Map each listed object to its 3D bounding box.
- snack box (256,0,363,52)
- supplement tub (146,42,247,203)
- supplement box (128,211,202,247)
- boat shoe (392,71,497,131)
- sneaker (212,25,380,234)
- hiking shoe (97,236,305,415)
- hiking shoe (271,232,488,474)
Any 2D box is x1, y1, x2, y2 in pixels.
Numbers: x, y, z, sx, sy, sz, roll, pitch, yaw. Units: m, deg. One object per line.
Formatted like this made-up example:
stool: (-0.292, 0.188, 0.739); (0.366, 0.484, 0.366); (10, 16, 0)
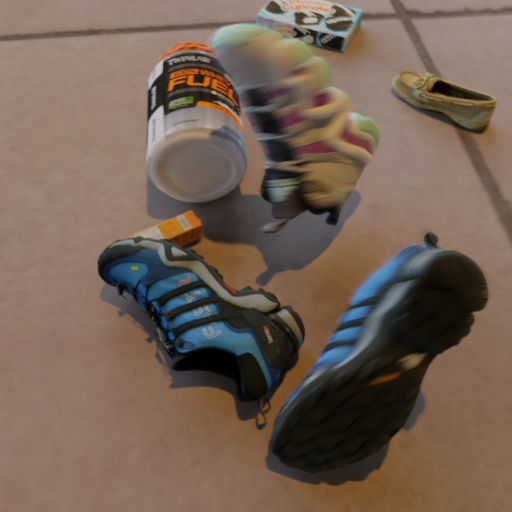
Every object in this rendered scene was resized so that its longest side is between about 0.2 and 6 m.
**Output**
snack box: (1.288, -5.677, 13.482); (2.247, 0.417, 1.305); (19, 55, 14)
supplement tub: (-1.130, -2.528, 10.255); (1.737, 1.737, 2.836); (-5, 54, -4)
supplement box: (-1.505, -0.311, 9.347); (1.182, 0.393, 0.407); (-24, 61, -20)
boat shoe: (3.853, -3.365, 11.546); (2.207, 0.694, 0.805); (38, 62, 25)
sneaker: (0.442, -1.555, 8.422); (1.366, 3.514, 2.458); (11, 77, 51)
hiking shoe: (-1.031, 0.828, 8.002); (3.380, 1.257, 1.465); (23, 55, 16)
hiking shoe: (1.486, 1.309, 7.203); (1.283, 1.495, 3.449); (40, 100, -8)
